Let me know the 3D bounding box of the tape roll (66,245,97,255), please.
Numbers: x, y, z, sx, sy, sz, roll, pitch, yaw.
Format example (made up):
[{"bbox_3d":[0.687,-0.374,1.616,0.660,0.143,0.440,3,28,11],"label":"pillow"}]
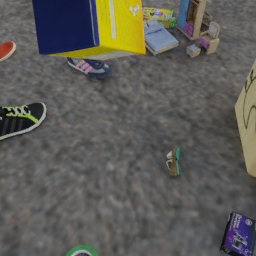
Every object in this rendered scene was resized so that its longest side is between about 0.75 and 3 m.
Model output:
[{"bbox_3d":[-1.055,3.074,6.320,0.794,0.191,0.794,0,51,1],"label":"tape roll"}]

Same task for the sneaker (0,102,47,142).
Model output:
[{"bbox_3d":[-3.629,-0.261,8.512,2.422,1.003,0.868,-30,57,-22],"label":"sneaker"}]

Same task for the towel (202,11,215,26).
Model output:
[{"bbox_3d":[3.183,-4.933,12.287,1.441,0.249,1.388,45,18,26],"label":"towel"}]

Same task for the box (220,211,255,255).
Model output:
[{"bbox_3d":[2.650,2.563,6.633,0.661,0.369,0.936,22,54,14],"label":"box"}]

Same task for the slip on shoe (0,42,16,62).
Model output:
[{"bbox_3d":[-5.375,-2.932,10.943,2.071,0.634,0.767,-33,56,-26],"label":"slip on shoe"}]

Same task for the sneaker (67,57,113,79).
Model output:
[{"bbox_3d":[-1.480,-2.490,10.448,2.010,0.824,0.705,23,54,18],"label":"sneaker"}]

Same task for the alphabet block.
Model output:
[{"bbox_3d":[4.877,-0.497,7.442,2.913,2.967,2.898,6,50,4],"label":"alphabet block"}]

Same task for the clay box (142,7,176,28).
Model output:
[{"bbox_3d":[1.373,-5.061,12.826,1.650,0.393,0.948,8,52,8],"label":"clay box"}]

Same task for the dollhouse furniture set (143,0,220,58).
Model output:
[{"bbox_3d":[1.757,-4.038,11.059,2.788,1.819,2.632,-23,55,-16],"label":"dollhouse furniture set"}]

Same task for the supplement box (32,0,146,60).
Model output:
[{"bbox_3d":[-0.793,-2.571,6.925,1.503,1.513,2.762,-1,9,25],"label":"supplement box"}]

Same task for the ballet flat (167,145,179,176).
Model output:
[{"bbox_3d":[1.288,0.926,8.042,0.354,0.332,0.979,-6,52,20],"label":"ballet flat"}]
